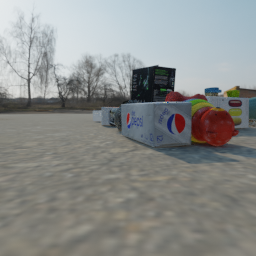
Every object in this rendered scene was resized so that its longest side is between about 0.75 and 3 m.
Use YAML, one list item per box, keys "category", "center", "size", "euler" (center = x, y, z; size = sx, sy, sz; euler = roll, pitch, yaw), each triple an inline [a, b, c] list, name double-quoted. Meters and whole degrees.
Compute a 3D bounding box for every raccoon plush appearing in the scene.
- category: "raccoon plush"
  center: [0.500, -0.382, 9.811]
  size: [2.291, 1.108, 1.535]
  euler: [0, 12, -2]

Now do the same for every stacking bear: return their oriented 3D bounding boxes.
- category: "stacking bear"
  center: [1.627, -0.157, 6.165]
  size: [1.114, 1.043, 1.834]
  euler: [3, 13, -15]

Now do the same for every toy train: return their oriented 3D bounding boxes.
- category: "toy train"
  center: [4.653, -0.912, 12.227]
  size: [2.909, 1.683, 1.231]
  euler: [-1, 4, -6]

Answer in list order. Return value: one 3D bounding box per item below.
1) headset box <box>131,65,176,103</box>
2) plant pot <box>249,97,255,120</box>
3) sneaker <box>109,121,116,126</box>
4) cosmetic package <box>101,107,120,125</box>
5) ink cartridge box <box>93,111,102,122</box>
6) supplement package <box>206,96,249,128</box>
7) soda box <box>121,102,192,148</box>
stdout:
- category: "headset box"
  center: [1.088, -1.662, 12.972]
  size: [1.168, 2.518, 2.192]
  euler: [1, 5, -24]
- category: "plant pot"
  center: [8.047, -1.163, 16.863]
  size: [1.830, 1.868, 1.868]
  euler: [-8, 1, 15]
- category: "sneaker"
  center: [-0.227, -0.347, 12.464]
  size: [1.283, 0.531, 0.460]
  euler: [-1, 4, -20]
- category: "cosmetic package"
  center: [-0.691, -0.600, 13.896]
  size: [1.217, 0.855, 2.399]
  euler: [0, 3, -5]
- category: "ink cartridge box"
  center: [-1.229, -0.746, 17.481]
  size: [1.636, 0.677, 1.198]
  euler: [-4, 5, -44]
- category: "supplement package"
  center: [3.449, -0.572, 10.663]
  size: [2.107, 1.198, 1.154]
  euler: [-3, 4, -30]
- category: "soda box"
  center: [0.533, -0.159, 6.601]
  size: [0.824, 0.887, 2.599]
  euler: [-3, 4, -15]
